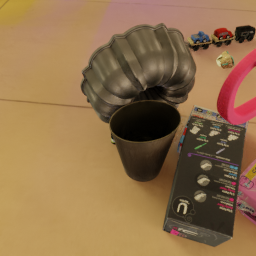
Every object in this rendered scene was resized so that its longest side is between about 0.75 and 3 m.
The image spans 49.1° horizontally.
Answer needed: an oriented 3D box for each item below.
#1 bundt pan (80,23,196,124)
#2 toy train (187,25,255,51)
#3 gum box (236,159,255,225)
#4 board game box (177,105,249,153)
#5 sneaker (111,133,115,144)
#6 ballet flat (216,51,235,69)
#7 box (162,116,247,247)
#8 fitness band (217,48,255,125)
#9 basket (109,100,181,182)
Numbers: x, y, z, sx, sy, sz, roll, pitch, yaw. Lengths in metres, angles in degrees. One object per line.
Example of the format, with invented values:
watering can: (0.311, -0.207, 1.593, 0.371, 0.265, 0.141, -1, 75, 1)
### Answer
bundt pan: (0.397, -0.984, 6.835, 2.929, 2.929, 1.099, -17, 61, -14)
toy train: (3.528, -3.437, 10.556, 2.859, 0.655, 0.488, -13, 50, -11)
gum box: (3.400, 1.251, 6.369, 2.332, 0.771, 1.323, -36, 59, -27)
board game box: (2.288, 0.213, 7.517, 1.544, 0.432, 1.512, 19, 52, 16)
sneaker: (-0.313, 0.018, 7.715, 0.336, 0.388, 0.937, -3, 49, -2)
ballet flat: (3.181, -2.260, 9.298, 0.471, 0.509, 1.443, -13, 15, 17)
box: (1.567, 1.098, 5.854, 1.196, 1.378, 2.254, 14, 62, 11)
fitness band: (3.493, -1.195, 6.932, 2.967, 2.131, 0.555, -27, 53, -15)
basket: (0.354, 0.398, 6.495, 1.556, 1.726, 1.173, -14, 50, -13)
